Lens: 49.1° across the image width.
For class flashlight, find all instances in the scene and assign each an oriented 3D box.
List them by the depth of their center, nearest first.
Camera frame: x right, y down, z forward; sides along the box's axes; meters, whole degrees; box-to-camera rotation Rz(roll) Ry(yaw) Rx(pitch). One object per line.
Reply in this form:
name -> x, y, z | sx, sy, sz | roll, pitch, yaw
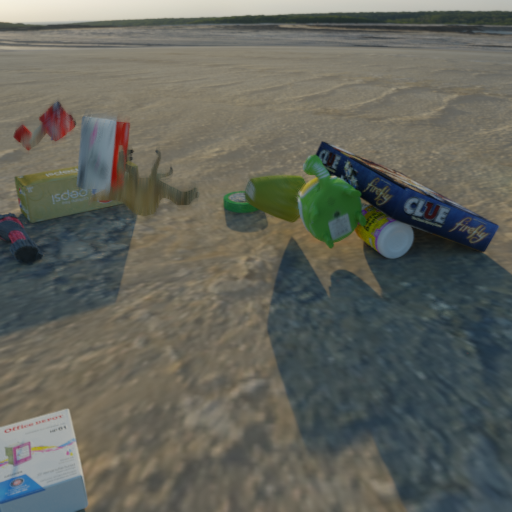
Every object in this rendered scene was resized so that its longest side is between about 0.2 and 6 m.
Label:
flashlight -> -4.408, -0.315, 10.235 | 0.526, 0.528, 1.555 | -37, 38, -14

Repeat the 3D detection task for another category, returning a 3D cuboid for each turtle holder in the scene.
turtle holder -> 1.192, -0.966, 10.120 | 1.491, 1.133, 1.059 | 33, 12, -34

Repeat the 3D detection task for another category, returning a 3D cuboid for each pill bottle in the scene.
pill bottle -> 2.258, -0.526, 10.413 | 0.714, 0.714, 1.370 | -9, 27, -18

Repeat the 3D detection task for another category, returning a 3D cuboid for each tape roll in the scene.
tape roll -> -0.291, -1.201, 12.407 | 0.871, 0.209, 0.871 | 1, 26, 0

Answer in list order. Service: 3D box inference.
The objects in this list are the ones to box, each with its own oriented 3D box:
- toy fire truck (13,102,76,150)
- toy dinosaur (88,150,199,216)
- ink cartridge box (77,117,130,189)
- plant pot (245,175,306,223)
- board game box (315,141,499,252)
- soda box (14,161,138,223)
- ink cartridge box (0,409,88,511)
toy fire truck -> -3.470, -2.063, 9.146 | 0.968, 0.335, 1.373 | -42, 33, -2
toy dinosaur -> -1.871, -1.062, 8.464 | 1.930, 0.976, 0.562 | 1, 25, 13
ink cartridge box -> -2.196, -1.500, 8.295 | 0.219, 1.008, 0.875 | 19, 17, 35
plant pot -> 0.327, -1.200, 11.018 | 1.007, 0.943, 0.943 | 9, 21, -22
board game box -> 2.792, -1.265, 11.112 | 2.289, 0.585, 3.379 | 16, 18, -26
soda box -> -3.841, -1.464, 12.213 | 2.487, 0.842, 0.796 | -17, 31, -31
ink cartridge box -> -2.096, 2.033, 5.428 | 0.730, 0.428, 1.011 | -11, 27, -21
